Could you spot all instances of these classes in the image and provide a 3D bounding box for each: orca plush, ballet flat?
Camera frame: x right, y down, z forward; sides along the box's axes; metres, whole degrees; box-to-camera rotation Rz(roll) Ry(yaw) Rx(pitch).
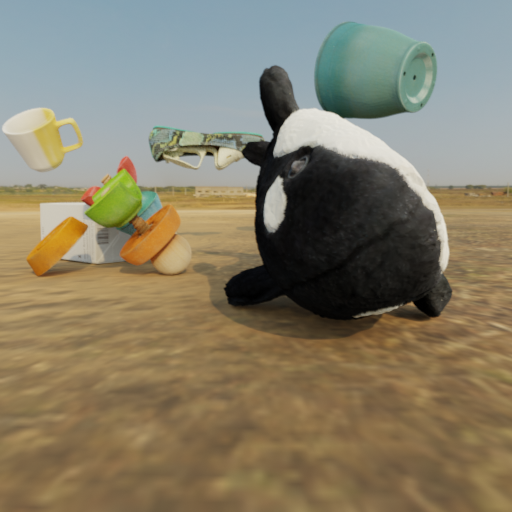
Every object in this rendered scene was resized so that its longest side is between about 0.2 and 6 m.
[{"bbox_3d":[0.179,-0.345,5.153,1.616,2.392,4.546,-36,25,5],"label":"orca plush"},{"bbox_3d":[-1.035,-2.206,11.876,2.457,0.912,0.912,2,6,-5],"label":"ballet flat"}]

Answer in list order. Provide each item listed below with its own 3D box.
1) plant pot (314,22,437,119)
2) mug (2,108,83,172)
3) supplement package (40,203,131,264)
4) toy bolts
[{"bbox_3d":[2.445,-3.569,11.052,1.927,1.927,1.810,-6,21,-43],"label":"plant pot"},{"bbox_3d":[-3.317,-1.749,8.735,0.984,0.808,0.788,9,44,23],"label":"mug"},{"bbox_3d":[-2.725,-0.403,9.181,1.533,0.929,0.918,5,7,38],"label":"supplement package"},{"bbox_3d":[-1.860,-0.247,7.801,1.981,1.439,2.074,-38,22,12],"label":"toy bolts"}]
